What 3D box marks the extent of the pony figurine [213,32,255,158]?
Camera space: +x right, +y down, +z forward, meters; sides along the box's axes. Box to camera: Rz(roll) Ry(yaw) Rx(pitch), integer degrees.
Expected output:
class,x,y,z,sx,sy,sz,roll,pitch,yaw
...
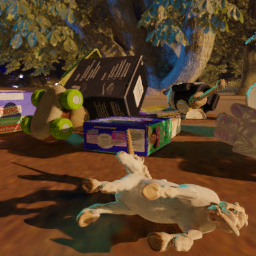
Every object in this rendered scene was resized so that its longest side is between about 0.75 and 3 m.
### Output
class,x,y,z,sx,sy,sz,roll,pitch,yaw
pony figurine,3.047,-0.445,3.898,2.875,2.480,2.978,26,-10,6

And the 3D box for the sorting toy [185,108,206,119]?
class,x,y,z,sx,sy,sz,roll,pitch,yaw
sorting toy,2.553,-0.486,10.818,0.779,0.416,0.701,0,-11,2

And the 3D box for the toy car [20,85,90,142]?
class,x,y,z,sx,sy,sz,roll,pitch,yaw
toy car,-1.360,-0.122,6.539,1.320,1.268,1.607,6,-18,37

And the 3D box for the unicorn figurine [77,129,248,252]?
class,x,y,z,sx,sy,sz,roll,pitch,yaw
unicorn figurine,0.176,0.567,2.482,1.747,0.645,1.200,24,11,36

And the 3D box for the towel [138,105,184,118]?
class,x,y,z,sx,sy,sz,roll,pitch,yaw
towel,0.562,-0.638,11.088,2.755,0.314,1.979,-3,15,-19

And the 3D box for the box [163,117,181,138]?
class,x,y,z,sx,sy,sz,roll,pitch,yaw
box,0.992,-0.026,7.039,0.490,0.401,1.032,3,9,20

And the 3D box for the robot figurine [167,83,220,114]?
class,x,y,z,sx,sy,sz,roll,pitch,yaw
robot figurine,2.874,-1.309,12.640,1.456,1.753,2.333,-28,25,-37

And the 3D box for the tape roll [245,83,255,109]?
class,x,y,z,sx,sy,sz,roll,pitch,yaw
tape roll,5.005,-0.987,9.963,1.503,1.503,1.032,3,8,18

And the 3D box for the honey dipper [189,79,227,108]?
class,x,y,z,sx,sy,sz,roll,pitch,yaw
honey dipper,2.374,-1.023,8.321,0.466,0.466,2.451,-1,-7,-5

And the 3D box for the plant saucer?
class,x,y,z,sx,sy,sz,roll,pitch,yaw
plant saucer,-1.765,-2.127,11.524,0.464,1.936,1.933,43,-8,29

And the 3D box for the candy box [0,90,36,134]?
class,x,y,z,sx,sy,sz,roll,pitch,yaw
candy box,-4.186,-0.504,7.807,2.953,1.137,2.497,4,7,30

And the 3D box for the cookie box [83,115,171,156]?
class,x,y,z,sx,sy,sz,roll,pitch,yaw
cookie box,0.058,0.093,5.575,1.301,0.571,1.521,4,9,24

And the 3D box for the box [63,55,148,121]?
class,x,y,z,sx,sy,sz,roll,pitch,yaw
box,-0.641,-1.044,8.062,2.026,1.190,1.993,2,45,19
